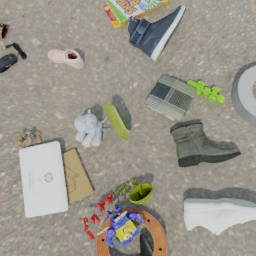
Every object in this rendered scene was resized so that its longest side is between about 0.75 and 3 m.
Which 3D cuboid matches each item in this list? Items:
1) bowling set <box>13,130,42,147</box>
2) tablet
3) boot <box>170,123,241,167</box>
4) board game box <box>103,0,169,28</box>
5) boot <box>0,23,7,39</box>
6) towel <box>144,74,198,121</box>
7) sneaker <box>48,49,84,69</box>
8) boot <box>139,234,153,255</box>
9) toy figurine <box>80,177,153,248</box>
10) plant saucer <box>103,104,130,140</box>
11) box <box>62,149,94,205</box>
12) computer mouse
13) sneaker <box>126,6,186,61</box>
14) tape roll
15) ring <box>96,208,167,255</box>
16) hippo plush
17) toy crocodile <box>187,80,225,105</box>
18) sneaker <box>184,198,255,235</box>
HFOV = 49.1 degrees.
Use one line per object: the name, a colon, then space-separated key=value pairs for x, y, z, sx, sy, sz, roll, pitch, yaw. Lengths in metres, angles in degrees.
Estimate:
bowling set: x=-4.103 y=0.329 z=11.252 sx=1.150 sy=0.800 sz=0.617 roll=-10 pitch=75 yaw=-6
tablet: x=-3.334 y=1.994 z=10.963 sx=1.768 sy=0.186 sz=2.717 roll=-12 pitch=79 yaw=7
boot: x=3.083 y=0.540 z=11.177 sx=2.631 sy=0.891 sz=1.719 roll=-6 pitch=71 yaw=-3
board game box: x=0.351 y=-5.743 z=12.917 sx=2.812 sy=0.422 sz=1.343 roll=-27 pitch=77 yaw=-4
boot: x=-5.969 y=-4.667 z=12.560 sx=1.065 sy=0.518 sz=1.414 roll=11 pitch=80 yaw=4
towel: x=1.773 y=-1.232 z=11.457 sx=1.707 sy=0.295 sz=1.644 roll=28 pitch=74 yaw=18
sneaker: x=-2.736 y=-3.128 z=12.020 sx=1.680 sy=0.878 sz=0.632 roll=20 pitch=79 yaw=6
boot: x=0.164 y=4.955 z=10.275 sx=1.741 sy=0.571 sz=1.435 roll=-27 pitch=76 yaw=-2
toy figurine: x=-0.142 y=3.437 z=10.489 sx=2.875 sy=1.517 sz=1.722 roll=-35 pitch=114 yaw=-24
plant saucer: x=-0.356 y=-0.274 z=10.866 sx=0.340 sy=1.419 sz=1.417 roll=-29 pitch=78 yaw=5
box: x=-2.452 y=2.028 z=11.120 sx=1.591 sy=0.207 sz=1.946 roll=-25 pitch=78 yaw=-6
computer mouse: x=-5.340 y=-3.154 z=12.290 sx=1.502 sy=0.346 sz=1.055 roll=-34 pitch=80 yaw=-8
sneaker: x=1.133 y=-4.603 z=12.254 sx=2.044 sy=1.076 sz=2.829 roll=33 pitch=80 yaw=5
tape roll: x=5.623 y=-1.382 z=11.628 sx=2.441 sy=0.806 sz=2.441 roll=0 pitch=77 yaw=0
ring: x=0.119 y=4.291 z=10.295 sx=2.592 sy=0.249 sz=2.592 roll=-2 pitch=64 yaw=5
hippo plush: x=-1.455 y=0.031 z=10.996 sx=1.504 sy=1.209 sz=1.198 roll=-16 pitch=68 yaw=-2
toy crocodile: x=3.271 y=-1.523 z=11.855 sx=1.726 sy=0.533 sz=0.583 roll=25 pitch=78 yaw=10
sneaker: x=3.590 y=3.375 z=10.483 sx=2.989 sy=1.125 sz=1.322 roll=0 pitch=88 yaw=7
